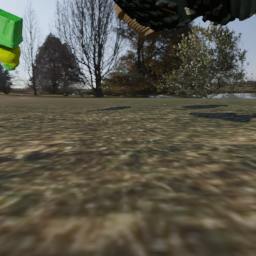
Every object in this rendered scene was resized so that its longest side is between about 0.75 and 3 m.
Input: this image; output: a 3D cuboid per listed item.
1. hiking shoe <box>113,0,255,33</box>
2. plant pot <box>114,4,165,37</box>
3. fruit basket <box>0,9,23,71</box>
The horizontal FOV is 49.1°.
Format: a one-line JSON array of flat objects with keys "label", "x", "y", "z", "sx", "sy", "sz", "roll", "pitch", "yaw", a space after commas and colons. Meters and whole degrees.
[{"label": "hiking shoe", "x": 0.857, "y": -2.249, "z": 4.258, "sx": 2.885, "sy": 1.251, "sz": 1.073, "roll": 23, "pitch": -8, "yaw": 47}, {"label": "plant pot", "x": 0.941, "y": -3.551, "z": 8.522, "sx": 2.527, "sy": 1.166, "sz": 2.527, "roll": -20, "pitch": 9, "yaw": 3}, {"label": "fruit basket", "x": -3.922, "y": -2.721, "z": 8.795, "sx": 1.287, "sy": 1.785, "sz": 1.785, "roll": 19, "pitch": 1, "yaw": -18}]
